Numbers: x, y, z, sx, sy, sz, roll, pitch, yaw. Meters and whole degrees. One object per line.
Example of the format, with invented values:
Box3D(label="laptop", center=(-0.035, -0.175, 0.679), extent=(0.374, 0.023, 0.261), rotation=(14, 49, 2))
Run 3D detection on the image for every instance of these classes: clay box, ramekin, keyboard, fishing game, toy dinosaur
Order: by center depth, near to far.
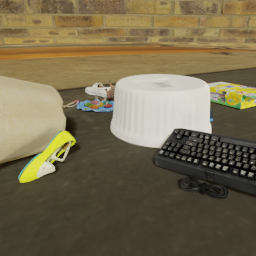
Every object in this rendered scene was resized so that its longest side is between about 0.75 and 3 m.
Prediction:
Box3D(label="keyboard", center=(1.663, 0.671, 5.349), extent=(2.468, 0.317, 1.482), rotation=(11, 55, 40))
Box3D(label="ramekin", center=(0.965, -0.659, 8.250), extent=(2.998, 1.461, 2.998), rotation=(0, 20, 0))
Box3D(label="fishing game", center=(-1.145, -0.937, 10.614), extent=(2.372, 0.369, 1.698), rotation=(5, 18, 15))
Box3D(label="toy dinosaur", center=(-0.627, -1.387, 11.009), extent=(0.450, 1.048, 0.710), rotation=(9, 54, -26))
Box3D(label="clay box", center=(4.228, -1.322, 11.227), extent=(1.486, 0.616, 2.586), rotation=(-12, 23, -29))

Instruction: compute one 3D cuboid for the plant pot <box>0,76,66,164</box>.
Box3D(label="plant pot", center=(-2.754, -0.191, 6.224), extent=(2.441, 2.441, 2.234), rotation=(18, 16, 40))

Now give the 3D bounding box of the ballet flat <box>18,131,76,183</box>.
Box3D(label="ballet flat", center=(-1.605, 0.631, 5.774), extent=(0.473, 0.472, 1.412), rotation=(31, 59, 11))

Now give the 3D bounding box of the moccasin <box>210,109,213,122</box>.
Box3D(label="moccasin", center=(2.324, -0.617, 9.515), extent=(0.582, 0.493, 1.446), rotation=(-16, 26, -36))

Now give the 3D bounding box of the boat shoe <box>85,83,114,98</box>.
Box3D(label="boat shoe", center=(-1.287, -1.749, 12.463), extent=(1.611, 0.562, 0.571), rotation=(17, 27, 39))
